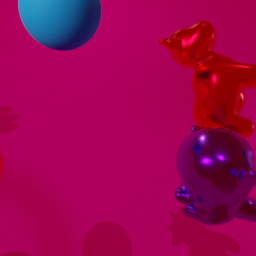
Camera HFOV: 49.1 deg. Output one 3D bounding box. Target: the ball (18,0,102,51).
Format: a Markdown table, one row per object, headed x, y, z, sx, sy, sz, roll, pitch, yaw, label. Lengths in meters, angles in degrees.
| x | y | z | sx | sy | sz | roll | pitch | yaw | label |
| --- | --- | --- | --- | --- | --- | --- | --- | --- | --- |
| -0.812 | -1.445 | 3.411 | 0.976 | 0.976 | 0.976 | 0 | 54 | 0 | ball |

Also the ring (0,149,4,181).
| x | y | z | sx | sy | sz | roll | pitch | yaw | label |
| --- | --- | --- | --- | --- | --- | --- | --- | --- | --- |
| -2.391 | 0.242 | 3.229 | 1.890 | 1.890 | 0.378 | 42 | 107 | 26 | ring |

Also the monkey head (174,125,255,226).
| x | y | z | sx | sy | sz | roll | pitch | yaw | label |
| --- | --- | --- | --- | --- | --- | --- | --- | --- | --- |
| 0.998 | 0.473 | 2.785 | 1.065 | 0.892 | 1.481 | 15 | 13 | -9 | monkey head |

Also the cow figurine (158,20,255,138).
| x | y | z | sx | sy | sz | roll | pitch | yaw | label |
| --- | --- | --- | --- | --- | --- | --- | --- | --- | --- |
| 1.100 | -0.668 | 3.921 | 1.501 | 1.526 | 0.837 | 14 | 10 | 21 | cow figurine |
